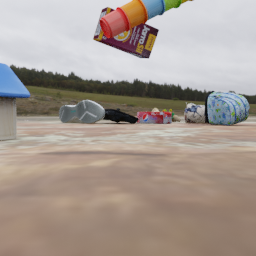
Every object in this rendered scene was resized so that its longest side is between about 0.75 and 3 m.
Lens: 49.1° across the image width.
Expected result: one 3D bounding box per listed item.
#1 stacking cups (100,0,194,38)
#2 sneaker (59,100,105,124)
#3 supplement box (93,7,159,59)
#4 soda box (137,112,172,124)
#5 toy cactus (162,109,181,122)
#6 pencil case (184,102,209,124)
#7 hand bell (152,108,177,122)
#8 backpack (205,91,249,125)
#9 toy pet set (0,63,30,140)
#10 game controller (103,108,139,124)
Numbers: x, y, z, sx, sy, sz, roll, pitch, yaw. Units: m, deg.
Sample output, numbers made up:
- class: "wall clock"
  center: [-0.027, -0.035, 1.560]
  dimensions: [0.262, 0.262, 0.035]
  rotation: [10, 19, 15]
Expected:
- class: "stacking cups"
  center: [0.396, -2.478, 5.697]
  dimensions: [2.117, 0.640, 0.640]
  rotation: [-30, 9, -11]
- class: "sneaker"
  center: [-1.746, -0.639, 11.593]
  dimensions: [2.604, 0.916, 1.043]
  rotation: [2, 0, 44]
- class: "supplement box"
  center: [-0.087, -3.765, 11.279]
  dimensions: [2.291, 1.264, 0.981]
  rotation: [15, 10, -23]
- class: "soda box"
  center: [1.044, -0.419, 11.301]
  dimensions: [0.525, 0.476, 1.500]
  rotation: [-3, 4, -42]
- class: "toy cactus"
  center: [1.988, -0.506, 13.113]
  dimensions: [0.981, 0.608, 1.189]
  rotation: [26, 16, 15]
- class: "pencil case"
  center: [3.161, -0.585, 11.045]
  dimensions: [1.849, 0.827, 0.719]
  rotation: [1, 18, 11]
- class: "hand bell"
  center: [1.867, -0.514, 13.847]
  dimensions: [1.363, 0.710, 0.710]
  rotation: [17, 12, 34]
- class: "backpack"
  center: [3.303, -0.615, 9.442]
  dimensions: [1.174, 1.246, 1.527]
  rotation: [-16, 18, -41]
- class: "toy pet set"
  center: [-2.263, -0.374, 3.435]
  dimensions: [2.183, 1.159, 2.038]
  rotation: [2, 4, 30]
- class: "game controller"
  center: [-0.462, -0.493, 11.362]
  dimensions: [1.201, 0.485, 2.303]
  rotation: [10, -1, -22]
